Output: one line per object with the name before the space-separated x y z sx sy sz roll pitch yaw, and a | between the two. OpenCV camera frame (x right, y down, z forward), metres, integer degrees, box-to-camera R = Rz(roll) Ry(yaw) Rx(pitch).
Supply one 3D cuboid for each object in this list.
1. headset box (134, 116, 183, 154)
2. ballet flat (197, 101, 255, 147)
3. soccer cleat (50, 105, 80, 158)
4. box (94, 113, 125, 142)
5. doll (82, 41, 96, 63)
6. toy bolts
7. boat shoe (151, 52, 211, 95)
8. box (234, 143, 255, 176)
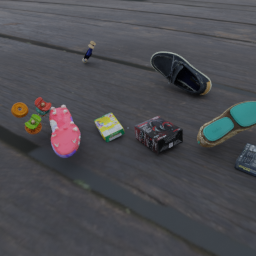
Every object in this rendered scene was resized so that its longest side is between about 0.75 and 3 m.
headset box | 0.826 0.148 8.056 0.915 0.462 1.231 -22 33 -25
ballet flat | 2.814 -0.106 7.804 2.271 0.741 0.801 -21 73 -18
soccer cleat | -1.731 0.190 7.657 0.755 0.866 2.264 -13 36 -14
box | -0.598 -0.056 8.579 0.641 0.264 1.093 -26 40 -9
doll | -1.871 -3.551 13.338 0.309 1.276 0.871 27 54 -11
toy bolts | -2.746 -0.389 8.073 0.965 0.700 1.010 36 61 0
boat shoe | 1.945 -2.154 10.869 2.733 1.019 0.851 38 33 22
box | 3.346 0.846 7.299 0.815 0.264 1.033 20 38 28
